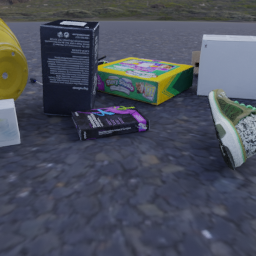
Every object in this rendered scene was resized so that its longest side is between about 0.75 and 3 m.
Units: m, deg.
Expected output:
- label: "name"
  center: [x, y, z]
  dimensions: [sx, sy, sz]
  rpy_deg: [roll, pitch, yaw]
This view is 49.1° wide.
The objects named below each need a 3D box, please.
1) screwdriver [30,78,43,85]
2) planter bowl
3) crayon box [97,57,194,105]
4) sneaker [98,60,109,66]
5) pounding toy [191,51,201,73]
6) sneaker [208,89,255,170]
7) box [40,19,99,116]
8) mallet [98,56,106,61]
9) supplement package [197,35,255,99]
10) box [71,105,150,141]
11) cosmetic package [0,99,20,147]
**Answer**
- label: "screwdriver"
  center: [-3.633, -1.857, 11.209]
  dimensions: [0.164, 0.171, 1.178]
  rpy_deg: [-22, 29, -36]
- label: "planter bowl"
  center: [-3.450, -1.416, 7.022]
  dimensions: [1.235, 2.965, 2.965]
  rpy_deg: [19, 30, 23]
- label: "crayon box"
  center: [0.516, -1.862, 10.403]
  dimensions: [2.976, 0.867, 2.567]
  rpy_deg: [18, 31, 33]
- label: "sneaker"
  center: [-1.436, -2.860, 13.278]
  dimensions: [1.257, 0.451, 0.521]
  rpy_deg: [-12, 52, -22]
- label: "pounding toy"
  center: [3.556, -2.580, 11.829]
  dimensions: [1.704, 1.316, 1.851]
  rpy_deg: [-3, 14, -7]
- label: "sneaker"
  center: [2.507, -0.140, 6.196]
  dimensions: [1.172, 1.017, 2.645]
  rpy_deg: [-13, 32, 16]
- label: "box"
  center: [-1.665, -1.920, 8.561]
  dimensions: [1.447, 2.464, 2.423]
  rpy_deg: [3, 24, -3]
- label: "mallet"
  center: [-1.574, -3.227, 13.550]
  dimensions: [1.359, 0.280, 0.448]
  rpy_deg: [-16, 14, 26]
- label: "supplement package"
  center: [3.753, -2.142, 9.732]
  dimensions: [2.471, 1.925, 1.370]
  rpy_deg: [7, 26, 14]
- label: "box"
  center: [-0.507, -0.195, 7.448]
  dimensions: [1.807, 0.326, 1.292]
  rpy_deg: [-10, 26, -18]
- label: "cosmetic package"
  center: [-3.057, -0.091, 6.447]
  dimensions: [0.950, 0.953, 0.586]
  rpy_deg: [-10, 28, -19]
